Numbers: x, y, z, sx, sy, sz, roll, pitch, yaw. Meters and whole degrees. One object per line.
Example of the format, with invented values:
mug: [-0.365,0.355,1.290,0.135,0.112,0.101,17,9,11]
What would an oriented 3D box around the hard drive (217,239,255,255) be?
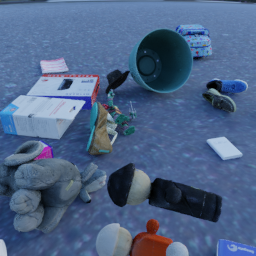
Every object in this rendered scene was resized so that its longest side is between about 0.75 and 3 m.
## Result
hard drive: [2.434,3.310,5.126,1.614,0.310,2.446,9,32,15]

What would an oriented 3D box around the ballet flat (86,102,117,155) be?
ballet flat: [-0.888,0.020,10.138,1.015,0.951,2.806,16,29,-14]

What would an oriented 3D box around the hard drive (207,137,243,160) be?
hard drive: [3.296,0.688,9.626,0.715,0.137,1.084,-8,32,-13]

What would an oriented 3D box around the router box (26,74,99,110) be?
router box: [-2.877,-1.734,13.081,2.831,0.692,2.541,1,31,1]

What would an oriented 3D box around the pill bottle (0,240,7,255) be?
pill bottle: [-3.292,2.751,5.482,1.582,0.901,0.901,-8,32,-12]

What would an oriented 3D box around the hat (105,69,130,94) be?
hat: [-0.662,-2.324,13.167,0.638,1.581,1.581,49,45,4]

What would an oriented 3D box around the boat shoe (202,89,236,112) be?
boat shoe: [3.932,-1.137,12.224,0.612,0.665,1.861,-21,37,-12]

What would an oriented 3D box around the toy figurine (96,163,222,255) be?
toy figurine: [0.268,2.265,4.556,1.902,2.733,2.691,15,36,0]

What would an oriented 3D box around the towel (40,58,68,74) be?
towel: [-4.458,-3.737,16.782,1.486,0.304,2.031,-11,33,-16]

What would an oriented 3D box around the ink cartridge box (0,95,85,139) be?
ink cartridge box: [-3.133,-0.421,10.686,2.780,0.927,1.610,6,32,10]

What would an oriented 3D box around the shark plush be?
shark plush: [-1.461,1.288,7.982,1.953,0.813,0.887,20,37,30]

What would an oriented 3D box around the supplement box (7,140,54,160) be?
supplement box: [-2.983,0.994,8.646,0.625,0.638,1.235,25,38,33]

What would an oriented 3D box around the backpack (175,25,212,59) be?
backpack: [4.350,-5.659,18.547,2.434,1.793,2.666,-1,32,-2]

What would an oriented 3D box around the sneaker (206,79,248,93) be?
sneaker: [4.680,-1.960,13.422,1.832,0.703,1.019,17,29,33]

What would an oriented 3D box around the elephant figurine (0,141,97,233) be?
elephant figurine: [-2.658,1.255,7.171,2.764,1.955,2.144,18,-5,43]

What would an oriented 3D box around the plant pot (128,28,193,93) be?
plant pot: [1.303,-3.095,13.506,2.838,2.838,2.278,-10,9,-17]

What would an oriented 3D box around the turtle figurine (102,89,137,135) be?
turtle figurine: [-0.344,-0.592,10.999,1.501,1.010,2.005,32,19,-30]
